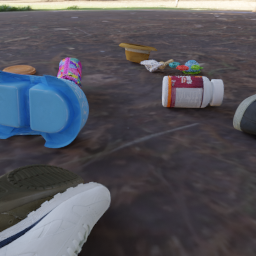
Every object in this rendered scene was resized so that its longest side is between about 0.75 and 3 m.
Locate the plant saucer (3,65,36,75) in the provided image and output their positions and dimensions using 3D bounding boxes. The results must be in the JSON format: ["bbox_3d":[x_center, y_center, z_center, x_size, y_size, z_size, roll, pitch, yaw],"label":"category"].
[{"bbox_3d":[-4.484,-2.347,11.464,1.330,0.215,1.330,0,26,0],"label":"plant saucer"}]

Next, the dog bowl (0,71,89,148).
[{"bbox_3d":[-2.209,-0.503,6.459,2.846,1.586,0.706,8,17,16],"label":"dog bowl"}]

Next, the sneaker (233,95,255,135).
[{"bbox_3d":[4.077,-0.381,6.841,2.968,1.110,1.577,-28,43,-29],"label":"sneaker"}]

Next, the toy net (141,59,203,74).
[{"bbox_3d":[1.734,-2.418,11.390,2.452,0.474,1.286,2,30,7],"label":"toy net"}]

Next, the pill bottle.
[{"bbox_3d":[1.841,-1.041,8.117,1.647,0.902,0.902,1,27,4],"label":"pill bottle"}]

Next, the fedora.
[{"bbox_3d":[0.439,-3.476,13.039,1.869,0.762,1.869,8,19,-3],"label":"fedora"}]

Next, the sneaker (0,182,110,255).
[{"bbox_3d":[-0.937,1.481,3.442,0.862,0.818,2.141,32,46,32],"label":"sneaker"}]

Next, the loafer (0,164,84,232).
[{"bbox_3d":[-1.642,1.127,4.043,0.889,0.788,2.337,23,19,36],"label":"loafer"}]

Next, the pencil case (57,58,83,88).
[{"bbox_3d":[-1.811,-1.569,8.677,0.830,0.830,1.877,-4,32,-7],"label":"pencil case"}]
